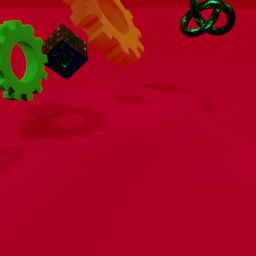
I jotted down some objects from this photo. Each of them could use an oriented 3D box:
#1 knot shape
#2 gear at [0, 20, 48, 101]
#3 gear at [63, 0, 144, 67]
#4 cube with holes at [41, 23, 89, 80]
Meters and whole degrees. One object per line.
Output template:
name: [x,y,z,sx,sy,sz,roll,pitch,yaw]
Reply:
knot shape: [2.547,-3.479,8.687,1.589,1.698,0.785,28,19,9]
gear: [-1.687,-1.016,4.331,0.218,1.180,1.180,4,25,19]
gear: [-0.455,-2.288,5.804,0.386,2.087,2.087,-29,12,28]
cube with holes: [-1.617,-1.933,7.136,0.835,0.835,0.835,34,29,-37]
